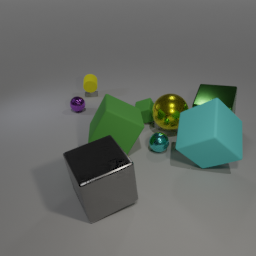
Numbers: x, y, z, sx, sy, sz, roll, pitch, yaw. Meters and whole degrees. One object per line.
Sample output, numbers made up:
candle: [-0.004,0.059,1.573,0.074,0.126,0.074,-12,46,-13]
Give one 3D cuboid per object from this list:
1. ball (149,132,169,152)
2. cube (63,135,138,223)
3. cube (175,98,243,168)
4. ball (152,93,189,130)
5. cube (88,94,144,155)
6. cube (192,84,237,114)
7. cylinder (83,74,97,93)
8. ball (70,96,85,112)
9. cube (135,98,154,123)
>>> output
ball: [1.081,0.495,9.766,0.700,0.700,0.700,0,28,0]
cube: [-0.706,1.286,7.336,1.400,1.400,1.400,-21,38,-18]
cube: [2.486,0.207,8.536,1.400,1.400,1.400,-24,42,44]
ball: [1.614,-0.616,10.688,1.400,1.400,1.400,0,28,0]
cube: [-0.436,-0.086,9.656,1.400,1.400,1.400,24,24,-16]
cube: [3.342,-0.703,10.803,1.400,1.400,1.400,8,46,24]
cylinder: [-1.896,-2.256,14.135,0.700,0.700,0.700,-2,39,-4]
ball: [-2.287,-1.087,12.714,0.700,0.700,0.700,0,28,0]
cube: [0.735,-0.701,11.601,0.700,0.700,0.700,-14,44,27]
